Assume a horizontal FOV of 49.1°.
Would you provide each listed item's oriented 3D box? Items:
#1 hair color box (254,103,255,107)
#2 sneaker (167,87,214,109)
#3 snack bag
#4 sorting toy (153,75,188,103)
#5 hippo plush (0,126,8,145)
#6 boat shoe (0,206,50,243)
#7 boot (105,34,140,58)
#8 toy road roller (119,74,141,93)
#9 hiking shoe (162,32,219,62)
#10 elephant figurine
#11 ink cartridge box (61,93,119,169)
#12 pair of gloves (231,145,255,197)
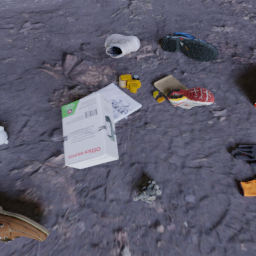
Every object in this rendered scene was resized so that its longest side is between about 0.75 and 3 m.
[{"bbox_3d":[6.288,-1.742,11.599,2.307,1.280,0.738,-34,55,-29],"label":"hair color box"},{"bbox_3d":[2.525,-1.160,11.182,1.845,0.758,0.718,8,60,33],"label":"sneaker"},{"bbox_3d":[-0.821,-0.971,11.580,2.228,0.238,2.100,-31,53,-27],"label":"snack bag"},{"bbox_3d":[1.704,-1.646,12.224,1.598,0.214,1.190,-29,62,-25],"label":"sorting toy"},{"bbox_3d":[-4.839,0.356,9.587,1.590,1.267,1.279,24,51,22],"label":"hippo plush"},{"bbox_3d":[-3.250,2.757,7.662,2.336,0.840,0.794,11,52,21],"label":"boat shoe"},{"bbox_3d":[-0.533,-3.214,11.016,0.975,0.750,2.039,-33,29,-29],"label":"boot"},{"bbox_3d":[0.089,-1.911,12.269,0.959,0.589,0.700,-1,58,-2],"label":"toy road roller"},{"bbox_3d":[3.245,-4.287,14.175,2.963,1.102,1.285,25,52,23],"label":"hiking shoe"},{"bbox_3d":[0.582,1.998,8.541,0.839,0.651,0.594,-40,17,-2],"label":"elephant figurine"},{"bbox_3d":[-1.085,0.117,7.831,1.316,0.758,1.804,-17,67,21],"label":"ink cartridge box"},{"bbox_3d":[4.524,1.403,9.272,1.955,0.271,2.194,3,45,3],"label":"pair of gloves"}]
